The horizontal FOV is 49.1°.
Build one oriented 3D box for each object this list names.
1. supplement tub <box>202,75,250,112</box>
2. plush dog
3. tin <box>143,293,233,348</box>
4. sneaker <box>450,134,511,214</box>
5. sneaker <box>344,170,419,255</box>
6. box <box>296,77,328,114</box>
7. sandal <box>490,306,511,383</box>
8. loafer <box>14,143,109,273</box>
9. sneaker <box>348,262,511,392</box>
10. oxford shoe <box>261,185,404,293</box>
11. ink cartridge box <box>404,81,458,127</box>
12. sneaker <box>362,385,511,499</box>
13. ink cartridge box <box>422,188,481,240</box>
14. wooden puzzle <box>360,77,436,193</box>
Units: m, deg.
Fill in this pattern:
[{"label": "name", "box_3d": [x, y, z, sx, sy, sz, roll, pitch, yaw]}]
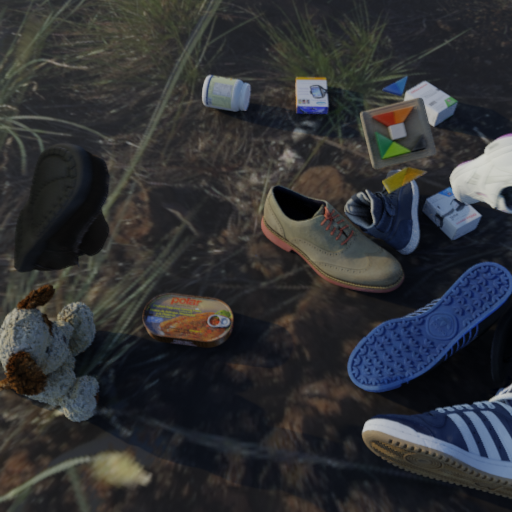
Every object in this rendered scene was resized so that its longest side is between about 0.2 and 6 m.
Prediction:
[{"label": "supplement tub", "box_3d": [-0.731, -4.010, 13.879, 1.060, 0.769, 0.769, 12, 54, 7]}, {"label": "plush dog", "box_3d": [-3.551, 1.547, 9.043, 1.723, 1.845, 2.148, -9, 54, -7]}, {"label": "tin", "box_3d": [-1.240, 1.181, 10.287, 1.655, 0.346, 0.927, 7, 58, 5]}, {"label": "sneaker", "box_3d": [3.925, -1.148, 9.378, 0.863, 2.305, 1.148, -3, 78, -2]}, {"label": "sneaker", "box_3d": [2.542, -1.181, 11.390, 1.509, 0.794, 2.089, 23, 49, -24]}, {"label": "box", "box_3d": [1.408, -4.023, 14.209, 0.791, 0.275, 1.328, 2, 56, 1]}, {"label": "sandal", "box_3d": [4.740, 1.232, 9.832, 0.550, 0.917, 2.441, 13, 47, 42]}, {"label": "loafer", "box_3d": [-2.611, -0.592, 7.937, 1.140, 3.195, 1.166, 5, 72, -31]}, {"label": "sneaker", "box_3d": [3.078, 1.400, 9.738, 3.188, 1.242, 1.118, -34, 59, 2]}, {"label": "oxford shoe", "box_3d": [1.429, -0.336, 10.868, 3.145, 1.176, 1.108, 27, 58, 19]}, {"label": "ink cartridge box", "box_3d": [4.305, -3.787, 13.909, 0.765, 0.441, 1.047, -32, 60, -22]}, {"label": "sneaker", "box_3d": [3.385, 2.551, 8.682, 3.367, 1.180, 1.827, 15, 59, 3]}, {"label": "ink cartridge box", "box_3d": [4.102, -0.892, 11.769, 0.696, 0.401, 0.959, -26, 57, -18]}, {"label": "wooden puzzle", "box_3d": [2.751, -2.351, 10.796, 1.369, 0.237, 2.029, -20, 86, 2]}]
